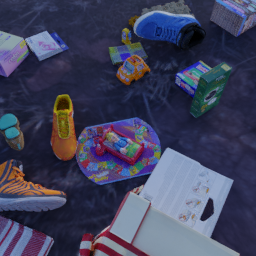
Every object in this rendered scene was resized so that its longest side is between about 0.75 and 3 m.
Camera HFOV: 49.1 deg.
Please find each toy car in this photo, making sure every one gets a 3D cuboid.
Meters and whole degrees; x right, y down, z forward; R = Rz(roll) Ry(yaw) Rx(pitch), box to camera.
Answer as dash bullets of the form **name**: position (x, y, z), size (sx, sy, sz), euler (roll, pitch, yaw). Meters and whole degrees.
- **toy car**: position (-0.104, -2.760, 10.347), size (1.228, 0.833, 2.504), euler (-19, 59, -13)

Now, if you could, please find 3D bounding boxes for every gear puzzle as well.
- **gear puzzle**: position (1.361, -4.681, 11.983), size (2.752, 0.360, 1.425), euler (-16, 58, -8)

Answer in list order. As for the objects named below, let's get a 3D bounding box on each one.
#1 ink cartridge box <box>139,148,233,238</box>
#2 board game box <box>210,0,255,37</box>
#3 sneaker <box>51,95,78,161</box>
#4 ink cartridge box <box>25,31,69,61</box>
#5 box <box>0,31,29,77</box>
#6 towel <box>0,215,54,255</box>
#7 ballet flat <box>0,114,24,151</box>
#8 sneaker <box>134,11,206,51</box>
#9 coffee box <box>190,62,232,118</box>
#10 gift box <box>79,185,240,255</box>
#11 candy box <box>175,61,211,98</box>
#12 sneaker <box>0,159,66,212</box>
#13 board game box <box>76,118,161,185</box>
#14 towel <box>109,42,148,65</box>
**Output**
- **ink cartridge box**: position (1.400, 1.880, 7.395), size (1.989, 0.499, 2.291), euler (27, 60, 16)
- **board game box**: position (4.731, -4.921, 11.760), size (1.871, 0.906, 1.492), euler (-32, 61, -20)
- **sneaker**: position (-2.007, -0.049, 8.498), size (0.808, 0.854, 2.213), euler (-9, 58, -9)
- **ink cartridge box**: position (-3.204, -3.334, 11.077), size (1.288, 0.279, 1.264), euler (-30, 61, -17)
- **box**: position (-4.821, -2.828, 10.427), size (1.582, 0.765, 1.392), euler (19, 58, 14)
- **towel**: position (-2.801, 2.965, 6.846), size (1.629, 0.185, 1.173), euler (18, 58, 12)
- **ballet flat**: position (-3.427, 0.167, 8.364), size (0.603, 0.643, 1.779), euler (-25, 34, -22)
- **sneaker**: position (1.678, -3.653, 10.673), size (2.716, 1.043, 1.511), euler (-6, 46, -20)
- **coffee box**: position (2.544, -1.148, 8.722), size (1.041, 1.694, 0.372), euler (-31, 61, -18)
- **gift box**: position (0.286, 2.848, 5.606), size (2.610, 2.579, 2.795), euler (26, 55, 7)
- **candy box**: position (2.447, -1.720, 9.834), size (1.205, 0.464, 1.018), euler (-30, 56, -21)
- **sneaker**: position (-2.762, 1.467, 7.429), size (2.333, 0.905, 1.307), euler (1, 57, 0)
- **board game box**: position (-0.289, 0.506, 8.322), size (2.584, 0.503, 2.042), euler (-11, 56, -7)
- **towel**: position (-0.008, -2.906, 10.851), size (1.364, 0.155, 0.979), euler (-11, 57, -8)
